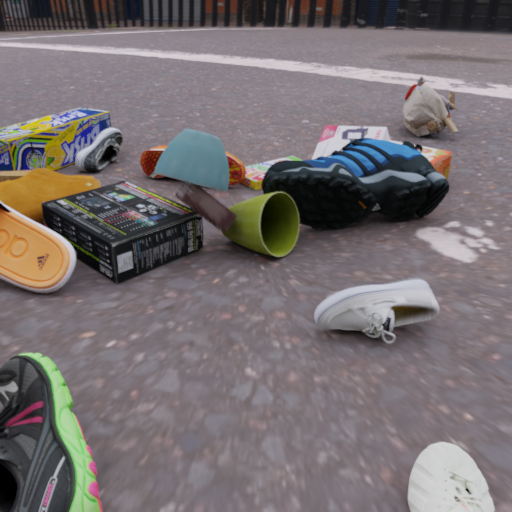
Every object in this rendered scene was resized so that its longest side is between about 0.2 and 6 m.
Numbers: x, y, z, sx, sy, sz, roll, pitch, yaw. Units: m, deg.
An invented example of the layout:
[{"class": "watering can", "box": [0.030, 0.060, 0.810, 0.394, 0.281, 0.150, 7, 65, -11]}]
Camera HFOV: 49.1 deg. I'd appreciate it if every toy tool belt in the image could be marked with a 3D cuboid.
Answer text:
[{"class": "toy tool belt", "box": [5.067, -4.175, 16.177, 1.468, 1.492, 2.390, 29, 30, -4]}]

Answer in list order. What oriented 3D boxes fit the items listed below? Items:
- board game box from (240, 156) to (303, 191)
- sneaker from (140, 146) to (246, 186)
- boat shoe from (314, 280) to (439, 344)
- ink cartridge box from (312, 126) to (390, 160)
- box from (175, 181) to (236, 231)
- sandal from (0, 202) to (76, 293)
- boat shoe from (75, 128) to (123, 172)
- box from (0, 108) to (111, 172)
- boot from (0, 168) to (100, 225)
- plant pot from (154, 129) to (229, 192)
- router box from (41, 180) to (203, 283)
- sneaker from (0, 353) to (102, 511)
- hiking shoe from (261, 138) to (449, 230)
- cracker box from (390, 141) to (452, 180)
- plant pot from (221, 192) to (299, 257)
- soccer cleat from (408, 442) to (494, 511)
[{"class": "board game box", "box": [0.492, -1.914, 12.742, 1.951, 0.293, 0.932, -16, 32, -33]}, {"class": "sneaker", "box": [-1.337, -2.108, 12.407, 2.528, 0.923, 0.975, 14, 26, 21]}, {"class": "boat shoe", "box": [1.576, 0.788, 7.119, 1.598, 0.590, 0.681, -8, 41, -10]}, {"class": "ink cartridge box", "box": [1.967, -2.124, 11.487, 1.359, 0.573, 0.984, 8, 61, 28]}, {"class": "box", "box": [-0.806, -0.799, 8.898, 0.925, 0.347, 0.463, 35, -4, -20]}, {"class": "sandal", "box": [-4.180, -0.448, 8.302, 3.269, 0.937, 1.252, 18, 75, 16]}, {"class": "boat shoe", "box": [-3.615, -2.491, 13.548, 0.662, 0.673, 1.868, 14, 41, 10]}, {"class": "box", "box": [-4.910, -2.739, 13.478, 1.105, 1.014, 3.153, 14, 31, 26]}, {"class": "boot", "box": [-3.769, -0.933, 10.148, 1.901, 0.934, 2.655, 0, 32, -15]}, {"class": "plant pot", "box": [-0.955, -1.569, 9.009, 1.205, 0.811, 1.205, 14, 5, -1]}, {"class": "router box", "box": [-2.278, -0.505, 9.479, 1.723, 0.714, 2.299, -25, 37, -39]}, {"class": "sneaker", "box": [-2.147, 1.669, 5.115, 0.977, 0.895, 2.331, -11, 28, -29]}, {"class": "hiking shoe", "box": [1.694, -1.426, 10.318, 3.566, 1.326, 1.546, 0, 50, -21]}, {"class": "cracker box", "box": [2.794, -2.016, 12.399, 2.499, 0.721, 1.674, 21, 34, 32]}, {"class": "plant pot", "box": [-0.032, -0.529, 9.409, 1.126, 1.053, 1.053, 3, 23, 41]}, {"class": "soccer cleat", "box": [1.512, 2.122, 4.314, 0.722, 0.808, 2.083, 9, 28, 18]}]
